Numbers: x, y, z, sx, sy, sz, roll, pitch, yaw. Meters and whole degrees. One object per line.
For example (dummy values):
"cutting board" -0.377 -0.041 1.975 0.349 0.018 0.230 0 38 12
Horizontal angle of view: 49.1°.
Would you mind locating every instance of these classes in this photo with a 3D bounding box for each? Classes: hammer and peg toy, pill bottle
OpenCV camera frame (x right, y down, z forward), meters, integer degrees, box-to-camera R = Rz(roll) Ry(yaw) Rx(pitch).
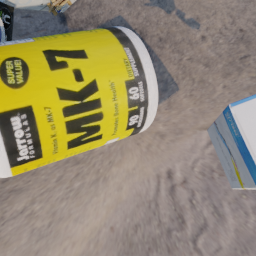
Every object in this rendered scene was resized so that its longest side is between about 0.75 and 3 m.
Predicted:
"hammer and peg toy" -1.702 -3.305 7.225 0.755 0.362 1.026 -41 21 -14
"pill bottle" -1.005 -0.278 3.134 2.423 1.385 1.385 -19 55 -25

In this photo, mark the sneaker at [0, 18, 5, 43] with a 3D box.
"sneaker" -2.242 -0.709 4.321 1.341 2.322 0.938 -8 21 49

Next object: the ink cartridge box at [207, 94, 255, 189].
"ink cartridge box" 2.074 0.186 4.193 1.178 1.606 1.172 -21 76 0

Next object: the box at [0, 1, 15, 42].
"box" -3.709 -1.819 5.052 1.955 1.636 2.632 11 9 13

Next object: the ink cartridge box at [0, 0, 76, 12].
"ink cartridge box" -1.632 -4.066 7.004 2.399 2.997 0.708 -30 95 -56
